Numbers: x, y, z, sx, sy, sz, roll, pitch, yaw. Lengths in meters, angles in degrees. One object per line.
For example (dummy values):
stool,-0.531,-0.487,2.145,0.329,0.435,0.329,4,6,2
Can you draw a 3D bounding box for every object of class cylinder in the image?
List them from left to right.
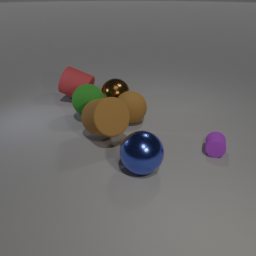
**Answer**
cylinder,-2.571,-2.198,14.082,1.400,1.400,1.400,23,30,1
cylinder,-0.857,-0.406,10.414,1.400,1.400,1.400,-15,8,-26
cylinder,3.118,0.588,9.971,0.700,0.700,0.700,8,29,14

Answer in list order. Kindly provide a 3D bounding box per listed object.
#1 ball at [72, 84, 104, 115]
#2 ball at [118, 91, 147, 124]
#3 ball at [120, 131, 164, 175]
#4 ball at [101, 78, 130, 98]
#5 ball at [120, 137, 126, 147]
ball,-1.713,-1.191,12.097,1.400,1.400,1.400,0,28,0
ball,0.115,-0.890,12.052,1.400,1.400,1.400,0,28,0
ball,0.443,0.780,8.884,1.400,1.400,1.400,0,28,0
ball,-0.604,-1.687,13.534,1.400,1.400,1.400,0,28,0
ball,0.078,0.627,9.896,0.700,0.700,0.700,0,28,0
